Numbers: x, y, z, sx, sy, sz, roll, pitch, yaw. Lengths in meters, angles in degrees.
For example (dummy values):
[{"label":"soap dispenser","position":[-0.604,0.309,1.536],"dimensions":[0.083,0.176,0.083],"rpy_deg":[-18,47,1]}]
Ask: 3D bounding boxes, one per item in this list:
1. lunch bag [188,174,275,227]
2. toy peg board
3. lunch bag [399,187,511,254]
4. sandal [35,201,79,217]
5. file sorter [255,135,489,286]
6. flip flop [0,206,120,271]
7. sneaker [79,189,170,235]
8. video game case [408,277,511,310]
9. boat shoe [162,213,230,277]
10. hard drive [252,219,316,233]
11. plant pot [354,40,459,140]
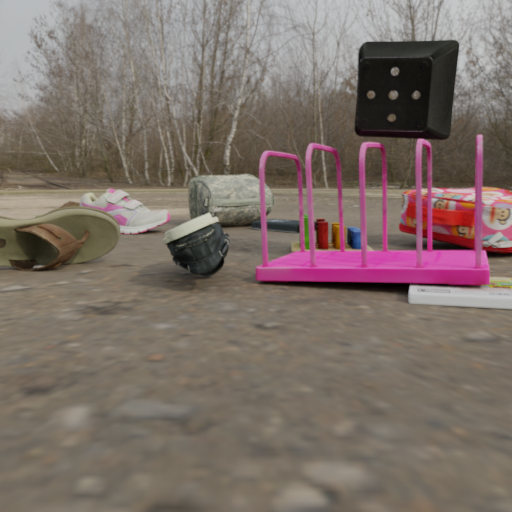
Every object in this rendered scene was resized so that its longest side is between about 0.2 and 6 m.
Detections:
[{"label":"lunch bag","position":[-0.728,-1.509,15.304],"dimensions":[2.053,1.431,1.722],"rpy_deg":[-5,8,-26]},{"label":"toy peg board","position":[1.364,-0.392,10.316],"dimensions":[1.421,0.698,1.427],"rpy_deg":[0,8,4]},{"label":"lunch bag","position":[4.133,-0.752,10.806],"dimensions":[2.340,1.089,2.657],"rpy_deg":[-3,13,-30]},{"label":"sandal","position":[-4.762,-1.095,14.872],"dimensions":[1.040,0.747,2.618],"rpy_deg":[5,10,29]},{"label":"file sorter","position":[1.658,-0.663,7.815],"dimensions":[2.911,1.826,2.023],"rpy_deg":[0,7,21]},{"label":"flip flop","position":[-3.324,-0.169,8.493],"dimensions":[2.578,1.045,0.742],"rpy_deg":[-3,34,-33]},{"label":"sneaker","position":[-3.357,-1.115,13.874],"dimensions":[2.451,1.081,0.997],"rpy_deg":[1,9,3]},{"label":"video game case","position":[2.588,0.427,6.817],"dimensions":[1.394,0.160,1.269],"rpy_deg":[1,9,17]},{"label":"boat shoe","position":[-0.751,-0.085,7.721],"dimensions":[0.870,0.772,2.329],"rpy_deg":[-25,2,-9]},{"label":"hard drive","position":[0.756,-0.783,14.512],"dimensions":[1.444,0.237,1.008],"rpy_deg":[7,11,39]},{"label":"plant pot","position":[2.076,-2.374,8.127],"dimensions":[1.449,1.446,1.286],"rpy_deg":[8,20,21]}]
